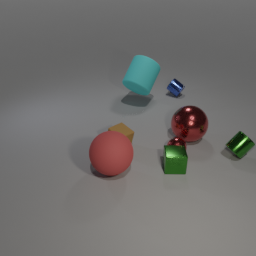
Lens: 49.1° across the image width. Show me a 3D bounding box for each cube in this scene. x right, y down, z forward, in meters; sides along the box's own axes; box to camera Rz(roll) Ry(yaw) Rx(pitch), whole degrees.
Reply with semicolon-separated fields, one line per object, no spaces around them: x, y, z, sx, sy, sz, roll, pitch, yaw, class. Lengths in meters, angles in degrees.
-0.296;0.341;10.325;0.700;0.700;0.700;-25;50;-40;cube
1.542;1.041;9.231;0.700;0.700;0.700;1;29;1;cube

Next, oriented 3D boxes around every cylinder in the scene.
2.506;-2.119;14.678;0.700;0.700;0.700;41;41;9;cylinder
0.635;-2.475;13.250;1.400;1.400;1.400;24;-9;4;cylinder
3.895;0.578;9.731;0.700;0.700;0.700;41;10;-9;cylinder

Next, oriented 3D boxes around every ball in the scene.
1.718;0.675;9.890;0.700;0.700;0.700;0;29;0;ball
-0.525;0.786;8.810;1.400;1.400;1.400;0;29;0;ball
2.343;-0.162;10.676;1.400;1.400;1.400;0;29;0;ball
